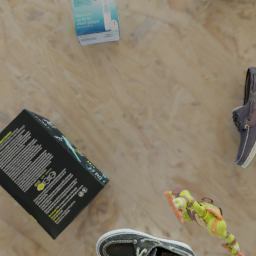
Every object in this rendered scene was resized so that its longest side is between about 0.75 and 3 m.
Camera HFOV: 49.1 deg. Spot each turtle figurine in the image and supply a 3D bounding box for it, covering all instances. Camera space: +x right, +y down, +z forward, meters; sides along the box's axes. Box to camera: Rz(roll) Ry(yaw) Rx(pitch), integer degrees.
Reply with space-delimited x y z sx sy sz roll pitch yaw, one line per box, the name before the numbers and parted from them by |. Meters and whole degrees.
turtle figurine | 1.322 1.562 5.233 2.059 1.660 0.663 37 84 -11

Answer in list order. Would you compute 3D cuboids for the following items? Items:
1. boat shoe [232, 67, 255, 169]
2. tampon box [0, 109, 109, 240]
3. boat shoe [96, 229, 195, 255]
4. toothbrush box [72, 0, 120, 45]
boat shoe | 3.454 -0.354 7.981 0.961 1.067 2.966 18 85 12
tampon box | -2.038 1.108 7.280 2.661 1.994 1.680 44 85 4
boat shoe | 0.502 3.403 7.585 2.797 0.890 0.989 6 84 1
toothbrush box | -0.983 -3.531 8.435 1.282 0.747 1.752 -7 82 -1
